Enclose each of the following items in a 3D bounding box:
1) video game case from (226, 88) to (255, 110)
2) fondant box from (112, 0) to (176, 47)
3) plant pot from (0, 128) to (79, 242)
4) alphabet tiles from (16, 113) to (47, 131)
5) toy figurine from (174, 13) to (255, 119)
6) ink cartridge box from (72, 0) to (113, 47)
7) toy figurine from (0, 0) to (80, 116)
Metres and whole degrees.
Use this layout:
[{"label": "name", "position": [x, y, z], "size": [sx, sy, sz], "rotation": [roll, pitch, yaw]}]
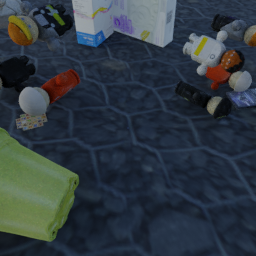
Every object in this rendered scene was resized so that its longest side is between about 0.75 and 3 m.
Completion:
[{"label": "video game case", "position": [3.708, -0.913, 8.652], "size": [1.109, 0.105, 0.792], "rotation": [-9, 45, -7]}, {"label": "fondant box", "position": [0.568, -4.530, 11.109], "size": [2.594, 1.871, 0.756], "rotation": [29, 53, 27]}, {"label": "plant pot", "position": [-2.025, 1.218, 5.369], "size": [1.837, 1.998, 1.998], "rotation": [19, 46, 3]}, {"label": "alphabet tiles", "position": [-2.748, -0.222, 7.988], "size": [0.832, 0.026, 0.693], "rotation": [-16, 46, -16]}, {"label": "toy figurine", "position": [2.655, -1.739, 7.889], "size": [1.675, 2.370, 2.408], "rotation": [33, 53, 24]}, {"label": "ink cartridge box", "position": [-1.315, -4.709, 10.720], "size": [0.897, 2.669, 1.550], "rotation": [18, 47, 18]}, {"label": "toy figurine", "position": [-3.019, -2.032, 7.786], "size": [2.946, 2.900, 2.050], "rotation": [22, 41, 22]}]
